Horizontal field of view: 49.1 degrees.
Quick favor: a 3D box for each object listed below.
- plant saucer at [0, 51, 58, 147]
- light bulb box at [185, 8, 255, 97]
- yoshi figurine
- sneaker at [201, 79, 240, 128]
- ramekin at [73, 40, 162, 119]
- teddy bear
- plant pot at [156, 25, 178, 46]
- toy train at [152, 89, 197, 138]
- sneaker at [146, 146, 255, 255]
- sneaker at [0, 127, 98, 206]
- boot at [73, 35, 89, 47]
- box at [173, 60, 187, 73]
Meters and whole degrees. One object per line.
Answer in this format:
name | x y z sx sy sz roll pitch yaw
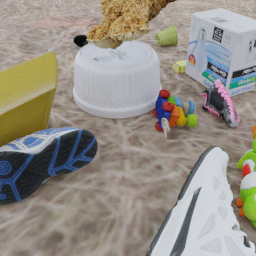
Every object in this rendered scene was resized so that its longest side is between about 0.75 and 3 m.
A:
plant saucer | -2.509 -0.159 5.946 0.609 2.512 2.512 44 50 10
light bulb box | 3.002 -2.389 8.866 1.314 2.105 2.086 -17 40 -19
yoshi figurine | 2.893 0.811 5.299 1.374 1.369 2.445 21 44 16
sneaker | 2.522 -0.587 7.838 0.814 0.675 1.707 -26 42 21
ramekin | -0.313 -1.617 8.397 2.745 1.441 2.745 0 37 0
teddy bear | 0.244 -2.627 5.597 2.837 0.947 2.057 -46 28 -10
plant pot | 1.660 -3.923 12.115 0.780 0.848 0.848 -16 38 -2
toy train | 1.298 -0.213 7.188 1.069 0.782 1.848 9 36 -10
sneaker | 1.531 1.605 4.641 1.629 1.068 2.831 26 51 18
sneaker | -2.070 0.712 5.835 2.830 1.071 1.090 -17 19 -22
boot | -1.786 -3.508 11.729 1.286 0.484 0.962 7 37 8
box | 2.213 -2.309 10.298 1.116 0.280 0.420 -18 40 -22
